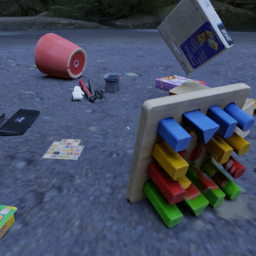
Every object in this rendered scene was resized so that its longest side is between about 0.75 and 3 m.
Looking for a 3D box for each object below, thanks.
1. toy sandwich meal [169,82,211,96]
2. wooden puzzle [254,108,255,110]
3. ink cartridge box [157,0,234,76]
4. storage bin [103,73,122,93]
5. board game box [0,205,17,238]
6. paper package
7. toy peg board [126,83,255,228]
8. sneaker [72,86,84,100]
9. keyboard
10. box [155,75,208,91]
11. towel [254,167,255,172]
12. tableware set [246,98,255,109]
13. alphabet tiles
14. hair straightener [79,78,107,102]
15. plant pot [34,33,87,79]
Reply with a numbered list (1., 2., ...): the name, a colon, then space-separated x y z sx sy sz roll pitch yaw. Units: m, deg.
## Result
1. toy sandwich meal: 2.269 -1.099 11.153 2.632 0.902 2.632 0 24 0
2. wooden puzzle: 6.510 -0.773 10.832 2.323 0.581 2.508 -16 28 -30
3. ink cartridge box: 2.545 -3.641 10.950 0.589 2.478 2.507 -33 1 -24
4. storage bin: -0.714 -2.236 13.901 0.810 0.747 1.113 4 25 9
5. board game box: -2.905 2.047 4.903 0.967 0.303 2.024 6 27 11
6. paper package: 3.452 -0.252 8.907 1.141 1.197 0.619 -23 33 -39
7. toy peg board: 1.479 0.629 5.658 2.531 2.521 1.238 -13 43 -27
8. sneaker: -2.274 -1.549 12.870 0.545 0.466 1.252 8 30 -9
9. keyboard: -4.132 -0.254 10.136 1.366 0.221 2.149 6 23 -2
10. box: 2.685 -2.185 14.153 1.507 0.431 2.202 -19 30 -36
11. towel: 4.340 1.097 7.161 1.783 0.193 1.308 17 29 36
12. tableware set: 4.683 -0.796 11.090 1.493 0.229 1.005 -24 24 -26
13. alphabet tiles: -1.851 0.620 8.376 1.006 0.045 1.203 2 25 5
14. hair straightener: -1.567 -1.818 13.203 1.026 0.546 2.667 -8 25 -18
15. plant pot: -3.728 -3.970 16.084 2.173 2.455 2.455 23 31 23
